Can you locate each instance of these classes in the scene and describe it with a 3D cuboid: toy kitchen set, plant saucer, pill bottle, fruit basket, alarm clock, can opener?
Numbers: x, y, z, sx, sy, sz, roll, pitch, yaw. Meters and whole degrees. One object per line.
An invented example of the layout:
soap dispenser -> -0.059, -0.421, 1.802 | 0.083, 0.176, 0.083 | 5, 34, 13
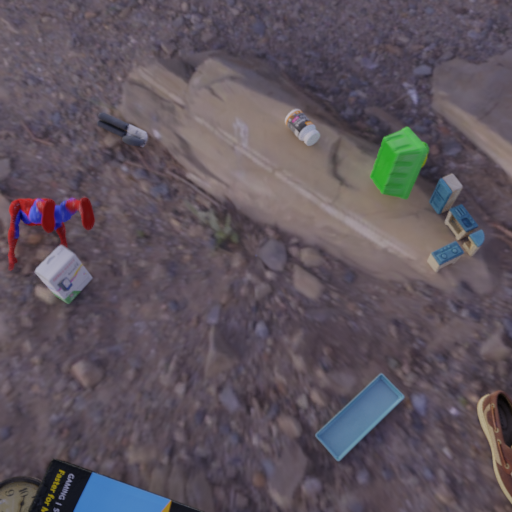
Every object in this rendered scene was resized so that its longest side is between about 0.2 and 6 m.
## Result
toy kitchen set -> 3.748, -0.650, 11.225 | 1.201, 0.883, 1.499 | -24, 65, -12
plant saucer -> 1.828, 2.830, 9.857 | 1.676, 0.159, 0.586 | -37, 69, -18
pill bottle -> 1.049, -2.881, 12.605 | 0.465, 0.465, 0.800 | -32, 67, -15
fruit basket -> 3.159, -1.960, 11.641 | 1.409, 1.409, 1.016 | -17, 51, -9
alarm clock -> -3.596, 4.090, 8.912 | 1.806, 0.601, 1.218 | -16, 74, -18
can opener -> -3.048, -2.821, 12.558 | 1.347, 0.359, 0.450 | 26, 27, 13

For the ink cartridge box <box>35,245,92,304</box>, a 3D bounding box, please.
ink cartridge box -> -3.638, 0.362, 10.631 | 0.425, 0.971, 0.705 | 28, 66, 23

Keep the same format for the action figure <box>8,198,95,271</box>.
action figure -> -3.966, -0.376, 10.529 | 1.017, 3.117, 1.543 | -4, 99, -34

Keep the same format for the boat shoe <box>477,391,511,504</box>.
boat shoe -> 4.381, 3.286, 9.262 | 0.780, 0.778, 2.161 | -10, 63, -5

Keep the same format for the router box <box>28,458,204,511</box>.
router box -> -2.427, 5.115, 7.972 | 2.674, 0.915, 3.585 | 21, 65, -4
